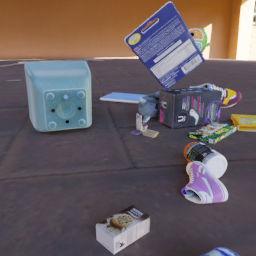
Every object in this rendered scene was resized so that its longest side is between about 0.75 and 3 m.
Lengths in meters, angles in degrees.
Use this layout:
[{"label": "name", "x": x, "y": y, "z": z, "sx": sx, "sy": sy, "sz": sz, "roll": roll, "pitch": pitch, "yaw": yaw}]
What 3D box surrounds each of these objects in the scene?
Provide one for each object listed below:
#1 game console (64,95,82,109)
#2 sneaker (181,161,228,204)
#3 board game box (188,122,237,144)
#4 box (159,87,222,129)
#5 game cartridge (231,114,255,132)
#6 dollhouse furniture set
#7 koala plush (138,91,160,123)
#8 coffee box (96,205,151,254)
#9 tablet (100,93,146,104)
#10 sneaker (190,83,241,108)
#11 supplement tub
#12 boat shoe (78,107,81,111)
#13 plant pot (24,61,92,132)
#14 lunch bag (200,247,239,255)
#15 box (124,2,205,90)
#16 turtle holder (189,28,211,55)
[{"label": "game console", "x": -2.809, "y": -1.515, "z": 14.138, "sx": 1.306, "sy": 0.905, "sz": 1.530, "roll": -2, "pitch": 19, "yaw": -3}, {"label": "sneaker", "x": 1.511, "y": 1.210, "z": 6.401, "sx": 0.830, "sy": 0.528, "sz": 1.456, "roll": -8, "pitch": 19, "yaw": -14}, {"label": "board game box", "x": 3.097, "y": 0.144, "z": 10.167, "sx": 0.994, "sy": 0.223, "sz": 1.897, "roll": 17, "pitch": 25, "yaw": 38}, {"label": "box", "x": 2.489, "y": -0.873, "z": 11.365, "sx": 2.246, "sy": 1.373, "sz": 1.191, "roll": -7, "pitch": 18, "yaw": -23}, {"label": "game cartridge", "x": 5.005, "y": -0.217, "z": 11.158, "sx": 1.505, "sy": 0.277, "sz": 1.707, "roll": 4, "pitch": 19, "yaw": 11}, {"label": "dollhouse furniture set", "x": 0.734, "y": -0.149, "z": 10.185, "sx": 1.043, "sy": 0.740, "sz": 0.827, "roll": 15, "pitch": 23, "yaw": 38}, {"label": "koala plush", "x": 0.855, "y": -0.823, "z": 11.779, "sx": 1.268, "sy": 1.223, "sz": 1.379, "roll": -5, "pitch": 15, "yaw": 24}, {"label": "coffee box", "x": -0.071, "y": 1.762, "z": 4.945, "sx": 0.871, "sy": 0.348, "sz": 0.492, "roll": -16, "pitch": 24, "yaw": -41}, {"label": "tablet", "x": 0.129, "y": -1.664, "z": 15.724, "sx": 2.946, "sy": 0.201, "sz": 1.917, "roll": 7, "pitch": 19, "yaw": 19}, {"label": "sneaker", "x": 4.214, "y": -1.626, "z": 13.643, "sx": 2.606, "sy": 1.174, "sz": 0.976, "roll": -4, "pitch": 60, "yaw": 9}, {"label": "supplement tub", "x": 1.976, "y": 0.808, "z": 7.326, "sx": 0.691, "sy": 0.691, "sz": 1.128, "roll": -6, "pitch": 20, "yaw": -18}, {"label": "boat shoe", "x": -2.219, "y": -0.731, "z": 11.979, "sx": 0.461, "sy": 0.422, "sz": 1.234, "roll": -7, "pitch": 21, "yaw": -13}, {"label": "plant pot", "x": -2.472, "y": -1.061, "z": 10.568, "sx": 2.453, "sy": 2.459, "sz": 2.505, "roll": -6, "pitch": 25, "yaw": -19}, {"label": "lunch bag", "x": 1.331, "y": 2.152, "z": 3.407, "sx": 1.146, "sy": 0.588, "sz": 1.426, "roll": -7, "pitch": 20, "yaw": -30}, {"label": "box", "x": 1.037, "y": -2.196, "z": 7.696, "sx": 2.463, "sy": 1.492, "sz": 0.399, "roll": 37, "pitch": 22, "yaw": -50}, {"label": "turtle holder", "x": 2.309, "y": -3.124, "z": 10.380, "sx": 0.900, "sy": 0.963, "sz": 1.267, "roll": -8, "pitch": 0, "yaw": -28}]
